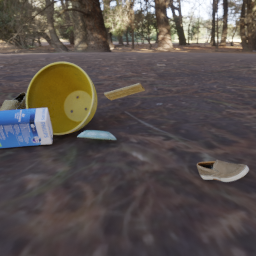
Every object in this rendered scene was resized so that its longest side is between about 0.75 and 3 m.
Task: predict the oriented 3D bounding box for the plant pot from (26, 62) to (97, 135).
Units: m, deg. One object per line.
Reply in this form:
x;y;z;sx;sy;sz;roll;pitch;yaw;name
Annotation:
-1.616;-0.708;7.815;1.906;1.906;1.353;5;-4;15;plant pot

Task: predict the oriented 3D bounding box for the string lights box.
-2.575;0.023;6.382;1.565;0.804;0.461;-5;47;-8;string lights box

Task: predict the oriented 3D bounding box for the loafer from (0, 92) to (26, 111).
-3.567;-0.542;8.415;0.660;0.585;1.736;3;31;22;loafer

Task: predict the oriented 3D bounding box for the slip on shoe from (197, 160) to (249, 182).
1.604;0.703;4.863;0.365;0.291;0.960;-39;12;-28;slip on shoe

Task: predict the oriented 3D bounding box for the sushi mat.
-0.136;-1.422;11.018;1.507;0.091;0.721;-14;-17;15;sushi mat

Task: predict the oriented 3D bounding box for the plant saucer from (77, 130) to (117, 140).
-0.743;0.166;6.747;0.953;0.183;0.953;4;-3;0;plant saucer
